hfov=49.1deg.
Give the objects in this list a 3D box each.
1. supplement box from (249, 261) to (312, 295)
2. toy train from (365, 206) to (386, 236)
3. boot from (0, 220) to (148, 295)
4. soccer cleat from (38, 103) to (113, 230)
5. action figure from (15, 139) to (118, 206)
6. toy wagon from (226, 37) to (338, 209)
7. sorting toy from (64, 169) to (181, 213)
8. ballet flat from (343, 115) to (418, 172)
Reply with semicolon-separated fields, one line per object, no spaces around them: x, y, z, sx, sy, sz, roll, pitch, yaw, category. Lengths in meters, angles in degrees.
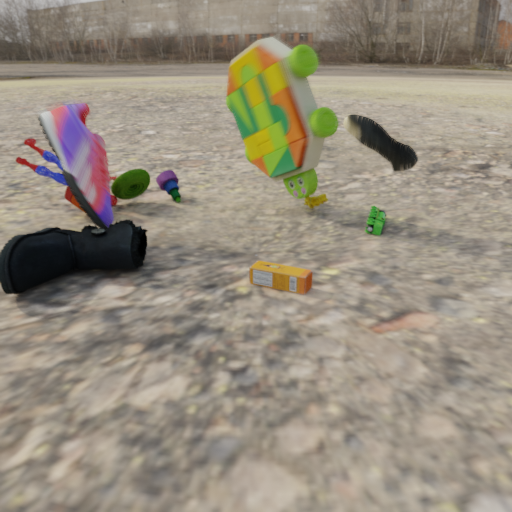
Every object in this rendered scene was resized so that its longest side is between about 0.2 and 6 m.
0.381;0.334;8.799;0.962;0.331;0.320;12;25;24;supplement box
2.466;-0.727;11.478;0.367;0.272;1.302;15;25;10;toy train
-2.803;-0.038;8.986;1.828;0.831;2.176;-2;16;5;boot
-3.132;-1.712;10.420;0.959;2.620;0.894;-26;-15;-9;soccer cleat
-4.187;-1.842;13.117;2.453;0.800;1.214;31;10;6;action figure
0.556;-2.675;11.959;0.714;3.610;2.801;-24;8;-30;toy wagon
-2.778;-1.281;12.404;2.693;0.934;0.928;-14;63;-38;sorting toy
2.287;-2.035;10.457;1.966;0.559;0.653;22;50;-36;ballet flat
